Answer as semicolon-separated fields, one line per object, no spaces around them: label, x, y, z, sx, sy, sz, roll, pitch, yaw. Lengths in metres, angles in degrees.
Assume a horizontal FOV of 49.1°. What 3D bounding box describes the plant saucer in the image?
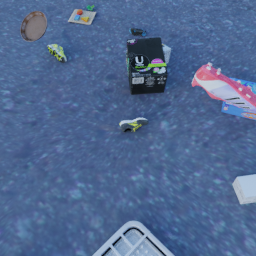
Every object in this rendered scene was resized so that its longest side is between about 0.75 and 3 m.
plant saucer;-3.152;-3.405;9.479;1.098;0.189;1.098;-4;79;20

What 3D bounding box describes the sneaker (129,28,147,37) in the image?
sneaker;0.553;-5.317;15.489;0.970;0.355;0.397;18;42;4

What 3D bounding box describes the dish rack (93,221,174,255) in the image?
dish rack;0.296;4.175;7.780;2.584;0.562;2.217;38;60;26

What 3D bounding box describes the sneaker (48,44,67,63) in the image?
sneaker;-3.485;-3.852;14.142;0.581;0.574;1.521;-32;60;-22

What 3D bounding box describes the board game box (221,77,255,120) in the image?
board game box;5.378;-1.187;12.036;2.387;0.537;1.816;16;53;12

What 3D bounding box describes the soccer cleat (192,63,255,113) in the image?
soccer cleat;3.238;-1.163;9.134;2.404;0.919;0.802;34;41;2

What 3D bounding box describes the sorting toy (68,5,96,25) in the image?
sorting toy;-2.637;-6.844;16.691;1.421;0.283;1.923;8;52;6

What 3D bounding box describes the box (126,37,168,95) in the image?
box;0.788;-2.785;12.579;1.614;1.351;2.174;-4;62;-3

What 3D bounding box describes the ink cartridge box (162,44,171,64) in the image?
ink cartridge box;1.499;-3.744;13.862;0.496;0.855;1.158;-35;60;-30

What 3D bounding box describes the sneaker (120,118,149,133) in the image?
sneaker;0.267;-0.066;11.280;1.176;0.438;0.498;-10;58;4

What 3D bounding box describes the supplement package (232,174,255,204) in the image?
supplement package;4.210;2.048;9.466;0.994;0.551;0.775;-6;52;-6
